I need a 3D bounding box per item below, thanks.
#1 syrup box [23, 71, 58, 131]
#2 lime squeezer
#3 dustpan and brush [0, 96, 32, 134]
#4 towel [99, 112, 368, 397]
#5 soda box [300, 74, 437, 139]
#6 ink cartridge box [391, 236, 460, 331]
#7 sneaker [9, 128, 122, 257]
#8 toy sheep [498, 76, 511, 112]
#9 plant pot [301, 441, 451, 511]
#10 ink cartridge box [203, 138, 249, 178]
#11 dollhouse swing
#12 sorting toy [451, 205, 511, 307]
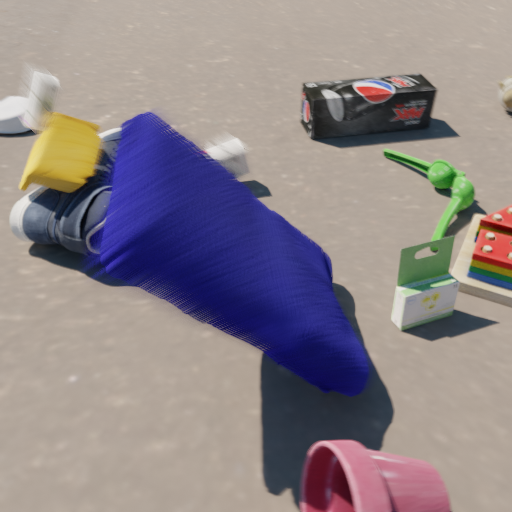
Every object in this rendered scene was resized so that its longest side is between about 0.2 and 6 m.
[{"bbox_3d":[-3.700,-2.637,9.603,0.359,0.911,0.371,6,25,-37],"label":"syrup box"},{"bbox_3d":[3.460,-1.287,10.812,1.200,0.641,3.399,-27,37,16],"label":"lime squeezer"},{"bbox_3d":[-5.396,-3.202,13.204,1.989,0.569,1.388,9,43,22],"label":"dustpan and brush"},{"bbox_3d":[-0.249,0.050,6.942,0.916,3.697,2.730,-40,34,21],"label":"towel"},{"bbox_3d":[2.575,-3.499,13.033,2.976,1.053,0.942,-8,41,-9],"label":"soda box"},{"bbox_3d":[2.436,0.400,7.959,0.921,1.266,0.304,-13,37,-16],"label":"ink cartridge box"},{"bbox_3d":[-2.400,-1.143,9.802,2.242,1.180,3.102,11,48,30],"label":"sneaker"},{"bbox_3d":[6.475,-4.034,13.846,0.954,0.954,1.383,30,46,32],"label":"toy sheep"},{"bbox_3d":[1.197,2.465,5.516,1.135,1.268,1.268,5,36,-20],"label":"plant pot"},{"bbox_3d":[-0.647,-1.807,10.936,0.899,0.660,0.373,-23,45,-5],"label":"ink cartridge box"},{"bbox_3d":[-3.240,-1.545,9.243,1.065,1.030,1.172,15,62,-17],"label":"dollhouse swing"},{"bbox_3d":[4.403,-0.044,8.951,2.073,0.721,2.060,18,42,22],"label":"sorting toy"}]
